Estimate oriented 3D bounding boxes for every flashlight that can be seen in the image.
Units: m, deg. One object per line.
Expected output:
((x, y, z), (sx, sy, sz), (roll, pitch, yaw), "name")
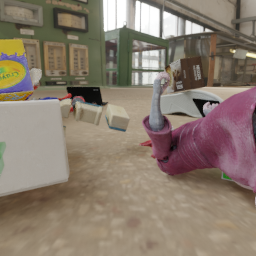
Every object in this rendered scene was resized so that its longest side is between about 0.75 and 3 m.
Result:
((-2.124, -0.990, 11.957), (0.663, 0.666, 1.960), (-25, 13, -3), "flashlight")

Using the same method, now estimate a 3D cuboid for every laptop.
((-2.105, -1.725, 14.904), (1.759, 1.025, 1.985), (2, 11, 8), "laptop")
((3.126, -0.586, 9.298), (1.519, 0.785, 1.347), (-5, 12, -23), "laptop")

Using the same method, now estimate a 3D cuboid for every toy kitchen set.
((-0.812, 0.046, 5.524), (1.362, 1.091, 0.802), (13, 17, -14), "toy kitchen set")

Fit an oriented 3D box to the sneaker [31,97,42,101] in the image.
((-5.003, -1.403, 14.718), (0.408, 0.448, 1.093), (8, 13, 36), "sneaker")

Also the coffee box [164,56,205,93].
((2.140, -2.019, 10.949), (0.823, 1.165, 2.061), (-10, 6, -8), "coffee box")

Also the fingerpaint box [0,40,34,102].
((-3.223, -0.653, 4.705), (2.592, 0.951, 2.163), (-13, -2, -34), "fingerpaint box")

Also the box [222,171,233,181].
((1.934, 0.519, 4.181), (0.780, 0.428, 0.884), (7, 13, 36), "box")

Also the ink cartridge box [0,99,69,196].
((-2.151, 0.261, 3.228), (2.408, 1.011, 1.743), (-7, 4, -36), "ink cartridge box")

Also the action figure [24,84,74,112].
((-2.978, -0.989, 10.538), (1.389, 0.916, 2.807), (-22, -5, 38), "action figure")

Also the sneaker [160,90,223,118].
((2.597, -1.030, 10.891), (1.453, 1.036, 2.930), (-17, 14, -42), "sneaker")

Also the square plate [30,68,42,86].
((-4.085, -1.090, 9.726), (2.700, 0.388, 2.726), (-39, 16, -3), "square plate")

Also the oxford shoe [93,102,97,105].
((-1.596, -1.115, 13.550), (0.294, 0.301, 0.825), (-2, 11, -12), "oxford shoe")

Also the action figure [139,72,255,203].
((1.174, 0.255, 3.831), (1.810, 2.012, 2.702), (7, -20, -33), "action figure")
